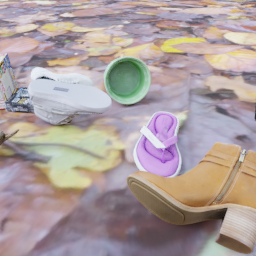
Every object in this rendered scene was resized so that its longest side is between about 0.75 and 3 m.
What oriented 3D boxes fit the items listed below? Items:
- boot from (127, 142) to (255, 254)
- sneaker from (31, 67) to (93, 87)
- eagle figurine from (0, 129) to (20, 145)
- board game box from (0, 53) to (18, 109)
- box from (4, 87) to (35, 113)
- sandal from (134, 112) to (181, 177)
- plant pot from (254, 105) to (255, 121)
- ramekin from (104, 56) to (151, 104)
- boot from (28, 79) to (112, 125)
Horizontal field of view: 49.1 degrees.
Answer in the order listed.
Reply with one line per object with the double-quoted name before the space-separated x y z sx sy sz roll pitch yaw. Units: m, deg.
"boot" 1.452 0.984 5.554 2.573 0.948 1.991 25 56 10
"sneaker" -2.039 -1.384 8.915 2.008 0.756 0.888 6 19 -23
"eagle figurine" -3.730 -0.072 7.108 1.554 1.173 1.179 48 51 10
"board game box" -4.350 -1.640 9.649 0.409 1.337 1.765 -8 33 -3
"box" -3.420 -0.966 9.542 1.008 0.318 1.278 6 33 4
"sandal" 0.807 0.215 7.296 1.190 0.719 2.924 6 32 5
"plant pot" 4.349 -0.274 7.000 1.809 1.804 1.605 -9 52 14
"ramekin" -0.077 -1.642 9.476 1.570 1.570 0.767 -8 19 -12
"boot" -1.648 -0.605 8.115 2.466 1.179 0.907 15 45 12
